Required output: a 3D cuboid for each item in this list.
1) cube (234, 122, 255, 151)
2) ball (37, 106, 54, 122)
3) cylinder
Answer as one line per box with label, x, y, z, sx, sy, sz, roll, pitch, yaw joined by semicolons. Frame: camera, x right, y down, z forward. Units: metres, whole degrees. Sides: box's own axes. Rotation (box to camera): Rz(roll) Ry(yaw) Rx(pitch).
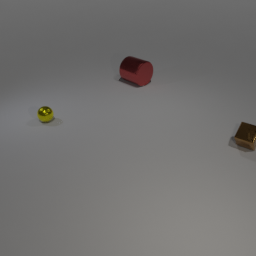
cube;4.432;0.301;10.328;0.700;0.700;0.700;22;75;35
ball;-3.590;-0.606;12.173;0.700;0.700;0.700;0;31;0
cylinder;0.469;-3.225;15.824;1.400;1.400;1.400;-27;41;-37
